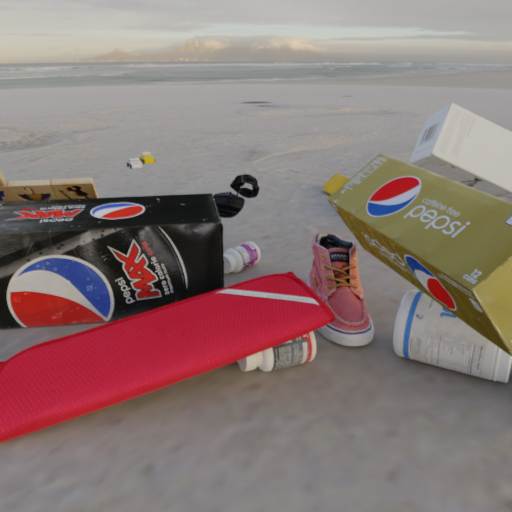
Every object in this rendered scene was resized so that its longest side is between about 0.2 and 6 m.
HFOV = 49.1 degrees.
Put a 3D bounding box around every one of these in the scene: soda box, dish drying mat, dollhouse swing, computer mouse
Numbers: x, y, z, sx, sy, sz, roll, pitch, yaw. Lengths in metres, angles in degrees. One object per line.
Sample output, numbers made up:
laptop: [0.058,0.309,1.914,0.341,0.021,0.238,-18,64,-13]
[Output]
soda box: [-2.757,0.045,8.069,4.514,1.430,1.597,-4,23,-8]
dish drying mat: [-1.073,0.981,6.342,3.727,0.339,1.431,-16,27,-13]
soda box: [2.065,-0.207,6.437,1.004,1.063,3.138,-40,27,1]
dollhouse swing: [2.269,-1.631,14.151,0.746,0.721,0.821,-45,30,0]
computer mouse: [-0.401,-1.067,9.499,0.642,0.373,2.191,12,-13,-16]

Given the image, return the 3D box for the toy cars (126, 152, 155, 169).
toy cars: [-2.077,-1.729,10.068,0.402,0.199,0.898,2,19,17]

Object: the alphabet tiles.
alphabet tiles: [-4.305,-0.669,8.838,3.660,0.138,3.059,-4,-23,-8]

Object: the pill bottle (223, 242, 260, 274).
pill bottle: [-0.302,0.046,9.487,0.421,0.421,0.750,16,26,35]

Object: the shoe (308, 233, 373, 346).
shoe: [1.137,0.389,7.875,0.741,0.944,2.075,-2,21,-5]

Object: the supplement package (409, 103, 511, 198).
supplement package: [3.379,-1.595,8.834,1.510,0.885,0.882,23,-5,-7]

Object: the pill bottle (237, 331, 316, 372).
pill bottle: [0.219,1.090,6.681,0.875,0.523,0.523,-10,23,-22]

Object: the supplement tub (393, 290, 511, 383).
supplement tub: [2.362,0.927,6.634,1.297,0.856,0.856,11,24,27]
